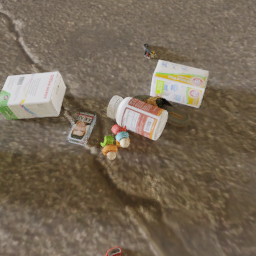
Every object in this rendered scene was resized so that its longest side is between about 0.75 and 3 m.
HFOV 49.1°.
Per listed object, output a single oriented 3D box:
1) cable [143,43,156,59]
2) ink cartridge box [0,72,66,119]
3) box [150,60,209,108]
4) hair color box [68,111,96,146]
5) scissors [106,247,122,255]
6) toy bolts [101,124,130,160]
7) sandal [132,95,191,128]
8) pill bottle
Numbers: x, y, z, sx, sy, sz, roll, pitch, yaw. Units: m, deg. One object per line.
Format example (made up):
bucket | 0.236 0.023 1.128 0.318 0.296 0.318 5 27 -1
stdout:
cable | 1.010 -3.983 14.625 0.572 0.296 1.177 -28 46 1
ink cartridge box | -4.075 -1.386 12.025 2.426 1.019 1.757 -3 54 10
box | 2.284 -1.967 12.490 2.284 1.285 1.158 16 57 10
hair color box | -1.886 -0.006 11.638 0.698 0.428 1.410 13 57 9
scissors | -0.849 4.246 8.882 1.461 0.102 0.534 -16 59 -10
toy bolts | -0.265 0.596 10.638 1.229 1.287 0.892 4 48 -32
sandal | 1.376 -0.859 12.031 2.779 0.758 1.135 25 59 17
pill bottle | 0.356 -0.492 11.458 2.295 1.288 1.288 23 58 15
